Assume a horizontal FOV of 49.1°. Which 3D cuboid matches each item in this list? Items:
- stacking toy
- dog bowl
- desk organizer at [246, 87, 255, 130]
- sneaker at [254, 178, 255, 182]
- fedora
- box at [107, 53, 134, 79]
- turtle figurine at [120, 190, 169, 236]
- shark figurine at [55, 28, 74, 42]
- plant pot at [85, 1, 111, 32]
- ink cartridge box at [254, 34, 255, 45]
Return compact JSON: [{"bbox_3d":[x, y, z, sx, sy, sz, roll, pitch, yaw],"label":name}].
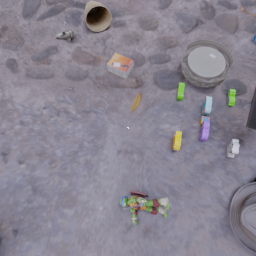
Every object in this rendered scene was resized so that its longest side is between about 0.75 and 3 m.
[{"bbox_3d":[2.904,-0.392,10.444,2.241,0.698,2.972,8,65,4],"label":"stacking toy"},{"bbox_3d":[3.173,-2.593,11.474,2.122,0.622,2.122,0,66,-1],"label":"dog bowl"},{"bbox_3d":[4.170,-1.095,7.905,0.942,2.627,1.012,21,54,27],"label":"desk organizer"},{"bbox_3d":[4.625,2.644,9.015,1.242,0.886,2.505,6,62,7],"label":"sneaker"},{"bbox_3d":[4.203,2.708,8.127,2.615,1.181,2.313,13,85,31],"label":"fedora"},{"bbox_3d":[-0.297,-2.567,11.540,0.897,0.477,0.683,25,68,11],"label":"box"},{"bbox_3d":[0.515,2.688,8.827,1.535,1.583,1.140,1,99,-4],"label":"turtle figurine"},{"bbox_3d":[-2.551,-3.980,12.148,0.712,1.191,0.497,-21,106,-40],"label":"shark figurine"},{"bbox_3d":[-1.464,-5.122,12.440,1.153,1.153,1.231,-19,51,-8],"label":"plant pot"},{"bbox_3d":[5.970,-4.059,11.878,0.791,1.091,0.457,3,66,1],"label":"ink cartridge box"}]
